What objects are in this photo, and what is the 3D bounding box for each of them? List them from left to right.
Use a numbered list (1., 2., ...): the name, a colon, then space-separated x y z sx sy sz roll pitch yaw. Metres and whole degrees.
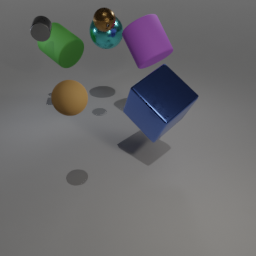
1. cylinder: -3.148 -3.611 10.180 0.700 0.700 0.700 -4 42 -6
2. cylinder: -2.826 -3.484 11.836 1.400 1.400 1.400 39 44 17
3. ball: -1.134 -0.585 5.459 0.700 0.700 0.700 0 30 0
4. ball: -0.726 -3.340 8.641 0.700 0.700 0.700 0 30 0
5. ball: -0.889 -3.972 11.539 1.400 1.400 1.400 0 30 0
6. cylinder: 0.697 -3.059 10.011 1.400 1.400 1.400 -26 0 0
7. cube: 0.904 -0.697 8.196 1.400 1.400 1.400 -39 78 -23
